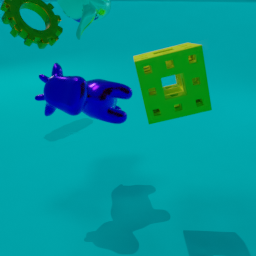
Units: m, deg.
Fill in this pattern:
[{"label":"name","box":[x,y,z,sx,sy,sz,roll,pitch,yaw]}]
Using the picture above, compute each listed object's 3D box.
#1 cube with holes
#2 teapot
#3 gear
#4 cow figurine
[{"label":"cube with holes","box":[0.615,-0.691,4.136,0.887,0.887,0.887,-13,18,4]},{"label":"teapot","box":[-0.591,-1.603,3.506,0.737,0.580,1.185,21,44,-45]},{"label":"gear","box":[-2.748,-3.153,8.124,0.317,1.712,1.712,-26,3,45]},{"label":"cow figurine","box":[-0.764,-0.573,5.072,1.613,0.900,1.639,11,7,-12]}]
